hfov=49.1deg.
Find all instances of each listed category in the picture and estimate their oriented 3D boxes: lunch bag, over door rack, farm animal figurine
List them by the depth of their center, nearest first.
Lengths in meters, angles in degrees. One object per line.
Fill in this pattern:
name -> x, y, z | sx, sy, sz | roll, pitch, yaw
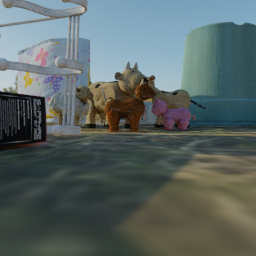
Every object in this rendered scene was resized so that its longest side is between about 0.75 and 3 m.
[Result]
over door rack -> -1.743, -0.819, 4.158 | 2.541, 1.877, 0.846 | 2, -3, 35
farm animal figurine -> 0.041, -0.667, 6.113 | 2.631, 1.387, 2.660 | 1, 2, 32
lunch bag -> -2.023, -1.212, 8.281 | 1.777, 2.370, 2.795 | 1, -1, -43

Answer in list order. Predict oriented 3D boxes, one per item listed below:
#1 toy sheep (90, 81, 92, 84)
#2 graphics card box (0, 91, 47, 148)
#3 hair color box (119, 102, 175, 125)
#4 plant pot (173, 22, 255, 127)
toy sheep -> -2.256, -1.056, 10.887 | 1.886, 1.886, 2.736 | 1, 14, 33
graphics card box -> -1.501, -0.053, 1.817 | 1.096, 0.444, 1.747 | 1, 3, 22
hair color box -> 1.076, -0.584, 11.562 | 2.933, 0.889, 1.452 | 0, 2, -35
plant pot -> 2.869, -1.485, 8.649 | 2.955, 2.894, 2.955 | 0, 1, 0
